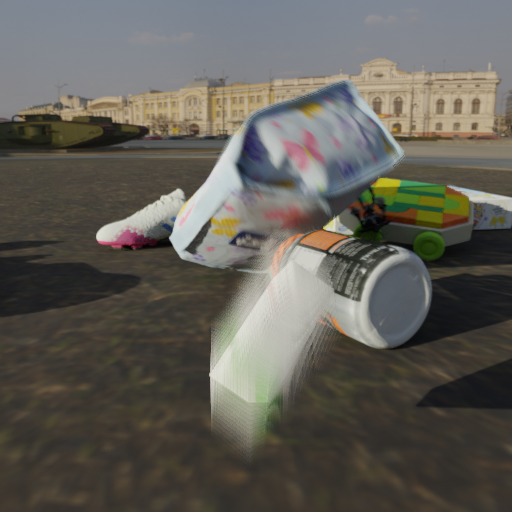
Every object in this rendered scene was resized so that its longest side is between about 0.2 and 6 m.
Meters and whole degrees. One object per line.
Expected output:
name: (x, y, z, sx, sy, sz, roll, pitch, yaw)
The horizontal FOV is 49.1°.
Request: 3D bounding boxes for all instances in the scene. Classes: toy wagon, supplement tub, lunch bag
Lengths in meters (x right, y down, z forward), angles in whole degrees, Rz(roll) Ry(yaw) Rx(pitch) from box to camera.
toy wagon: (2.566, -0.899, 11.085, 3.236, 0.640, 2.511, 10, 31, 16)
supplement tub: (1.027, 0.308, 6.600, 1.119, 1.119, 1.826, -7, 15, -29)
lunch bag: (0.308, -0.971, 8.477, 2.973, 1.890, 2.521, -26, -11, -36)

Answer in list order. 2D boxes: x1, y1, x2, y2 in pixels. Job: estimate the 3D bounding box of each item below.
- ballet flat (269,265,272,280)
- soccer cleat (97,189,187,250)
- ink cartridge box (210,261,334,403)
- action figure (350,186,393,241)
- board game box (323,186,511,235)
ballet flat: (0.859, 0.155, 8.351, 1.591, 0.541, 0.535, -8, 44, -36)
soccer cleat: (-1.945, -0.779, 11.317, 2.572, 1.110, 0.898, -7, 15, -26)
ink cartridge box: (0.095, 0.516, 3.700, 0.354, 0.844, 0.614, 35, -18, -1)
action figure: (1.964, -0.822, 9.818, 0.654, 1.101, 0.562, -21, -24, 16)
board game box: (3.561, -1.194, 13.885, 4.293, 0.735, 2.886, -2, 14, -10)
